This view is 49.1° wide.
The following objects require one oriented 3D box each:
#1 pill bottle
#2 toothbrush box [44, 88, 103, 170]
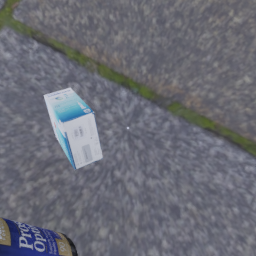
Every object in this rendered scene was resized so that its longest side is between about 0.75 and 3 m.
[{"bbox_3d":[-2.092,2.046,4.088,1.446,2.586,1.446,-21,51,29],"label":"pill bottle"},{"bbox_3d":[-0.917,-0.037,4.616,0.511,1.198,0.877,-19,124,-19],"label":"toothbrush box"}]
